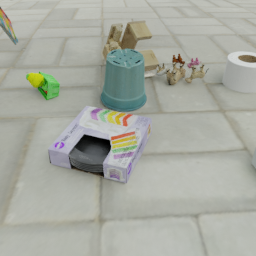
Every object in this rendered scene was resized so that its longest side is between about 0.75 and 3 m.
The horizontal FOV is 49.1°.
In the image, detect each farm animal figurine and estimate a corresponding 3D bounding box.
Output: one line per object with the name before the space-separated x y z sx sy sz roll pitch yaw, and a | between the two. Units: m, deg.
farm animal figurine | 2.536 -2.596 13.246 1.857 0.979 1.878 -31 46 -17

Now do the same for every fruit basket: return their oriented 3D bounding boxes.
fruit basket | -3.764 -1.899 12.140 1.406 1.014 1.406 11 27 -6

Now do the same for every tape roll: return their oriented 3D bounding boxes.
tape roll | 5.403 -2.597 12.895 1.849 1.269 1.849 0 37 0

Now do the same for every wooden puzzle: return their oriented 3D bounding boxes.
wooden puzzle | -3.975 -3.422 9.026 0.126 1.794 1.064 -23 72 -2

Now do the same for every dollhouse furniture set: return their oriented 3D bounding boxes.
dollhouse furniture set | -0.033 -3.597 14.576 2.657 2.276 2.794 -16 69 -24

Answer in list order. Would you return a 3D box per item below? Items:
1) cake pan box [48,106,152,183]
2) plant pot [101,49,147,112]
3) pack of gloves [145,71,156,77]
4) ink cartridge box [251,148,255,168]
cake pan box | -0.820 0.433 9.254 2.620 0.744 2.845 11 38 18
plant pot | -0.138 -2.018 11.384 1.987 1.946 1.987 2 43 -2
pack of gloves | 0.158 -2.666 13.894 1.861 0.367 1.563 -15 38 -36
ink cartridge box | 4.675 1.250 8.103 1.316 0.746 1.795 -6 37 -8
